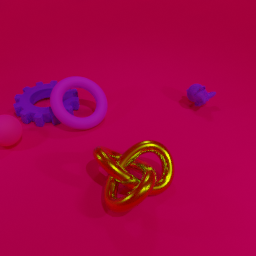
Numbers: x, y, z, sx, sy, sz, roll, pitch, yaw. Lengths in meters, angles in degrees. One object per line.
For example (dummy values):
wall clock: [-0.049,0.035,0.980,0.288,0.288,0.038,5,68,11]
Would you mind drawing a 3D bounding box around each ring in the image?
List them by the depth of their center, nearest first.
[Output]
ring: [-1.436,-0.764,8.334,1.714,0.343,1.714,9,65,-20]

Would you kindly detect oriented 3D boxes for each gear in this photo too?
gear: [-2.579,-0.833,8.972,1.984,0.367,1.984,1,41,-1]

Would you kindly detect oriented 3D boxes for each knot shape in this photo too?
knot shape: [0.068,1.052,6.135,1.915,0.885,1.792,9,38,5]

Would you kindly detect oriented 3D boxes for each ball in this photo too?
ball: [-3.273,0.065,7.478,0.842,0.842,0.842,0,38,0]

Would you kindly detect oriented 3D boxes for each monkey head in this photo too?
monkey head: [2.313,-1.123,8.900,0.838,0.702,1.164,-29,8,-6]
